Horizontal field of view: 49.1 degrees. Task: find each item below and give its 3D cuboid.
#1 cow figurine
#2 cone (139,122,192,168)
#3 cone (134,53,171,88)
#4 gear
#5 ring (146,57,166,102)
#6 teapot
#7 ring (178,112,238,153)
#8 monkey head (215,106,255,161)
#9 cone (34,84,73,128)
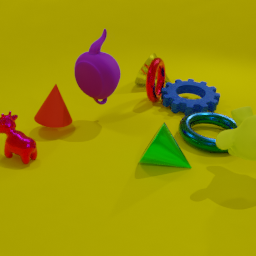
[{"bbox_3d":[-2.490,0.199,6.269,1.042,1.026,0.572,17,24,18],"label":"cow figurine"},{"bbox_3d":[0.958,0.595,6.185,1.060,1.056,1.056,33,34,3],"label":"cone"},{"bbox_3d":[1.194,-1.869,10.606,1.374,1.369,1.369,35,37,7],"label":"cone"},{"bbox_3d":[2.000,-1.025,9.060,1.815,0.336,1.815,0,37,0],"label":"gear"},{"bbox_3d":[0.922,-1.565,9.168,0.291,1.456,1.456,9,30,21],"label":"ring"},{"bbox_3d":[-0.747,-1.514,7.442,1.294,2.082,1.019,22,41,28],"label":"teapot"},{"bbox_3d":[2.155,0.072,7.238,1.691,0.338,1.691,2,32,-1],"label":"ring"},{"bbox_3d":[2.453,0.022,5.416,1.734,1.045,1.248,-14,68,4],"label":"monkey head"},{"bbox_3d":[-1.923,-0.680,7.353,1.006,1.010,1.006,9,25,-4],"label":"cone"}]
